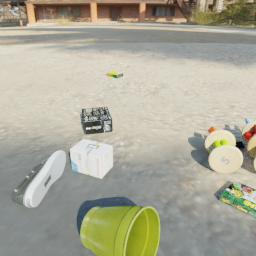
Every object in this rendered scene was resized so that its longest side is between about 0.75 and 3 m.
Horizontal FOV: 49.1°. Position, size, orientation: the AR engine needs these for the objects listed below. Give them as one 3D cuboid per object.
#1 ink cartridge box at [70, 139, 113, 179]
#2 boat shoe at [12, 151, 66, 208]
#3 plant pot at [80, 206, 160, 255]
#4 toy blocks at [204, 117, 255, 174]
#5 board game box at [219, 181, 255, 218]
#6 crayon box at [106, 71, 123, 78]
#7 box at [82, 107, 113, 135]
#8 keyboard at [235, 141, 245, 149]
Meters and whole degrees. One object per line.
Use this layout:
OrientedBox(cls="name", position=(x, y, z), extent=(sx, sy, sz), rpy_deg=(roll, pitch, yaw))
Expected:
OrientedBox(cls="ink cartridge box", position=(-1.046, 0.882, 8.211), extent=(1.016, 0.745, 0.742), rpy_deg=(12, 28, 22))
OrientedBox(cls="boat shoe", position=(-2.315, 1.249, 7.517), extent=(0.599, 0.726, 2.114), rpy_deg=(5, 28, 12))
OrientedBox(cls="plant pot", position=(-0.212, 2.046, 5.435), extent=(1.233, 1.281, 1.281), rpy_deg=(4, 24, 34))
OrientedBox(cls="toy blocks", position=(3.555, 0.356, 8.975), extent=(2.215, 0.965, 2.658), rpy_deg=(3, 27, 8))
OrientedBox(cls="board game box", position=(3.208, 1.874, 6.814), extent=(1.700, 0.199, 0.891), rpy_deg=(22, 35, 38))
OrientedBox(cls="crayon box", position=(-0.846, -3.370, 17.599), extent=(0.953, 0.242, 0.605), rpy_deg=(22, 34, 37))
OrientedBox(cls="box", position=(-1.218, -0.309, 10.884), extent=(1.068, 0.562, 1.305), rpy_deg=(-6, 26, -12))
OrientedBox(cls="keyboard", position=(3.406, 0.545, 9.580), extent=(1.018, 0.105, 0.647), rpy_deg=(-2, 31, 5))
